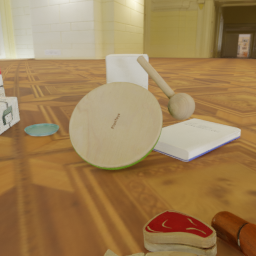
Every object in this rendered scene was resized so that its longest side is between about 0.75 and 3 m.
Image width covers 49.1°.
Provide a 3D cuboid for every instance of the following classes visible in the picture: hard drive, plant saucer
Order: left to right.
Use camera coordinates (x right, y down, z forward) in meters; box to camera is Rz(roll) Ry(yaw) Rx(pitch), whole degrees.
[{"bbox_3d":[-2.295,0.053,7.489,0.892,0.122,0.892,0,18,0],"label":"plant saucer"},{"bbox_3d":[1.506,0.204,6.716,2.160,0.274,1.425,-15,23,-41],"label":"hard drive"}]

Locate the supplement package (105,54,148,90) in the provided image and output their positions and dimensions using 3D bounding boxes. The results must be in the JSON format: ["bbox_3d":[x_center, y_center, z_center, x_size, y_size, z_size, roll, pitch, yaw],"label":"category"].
[{"bbox_3d":[0.003,-1.125,8.145,1.152,1.970,1.156,1,17,3],"label":"supplement package"}]

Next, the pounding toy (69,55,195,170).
[{"bbox_3d":[0.034,-0.075,5.971,2.433,1.129,1.878,-40,63,-9],"label":"pounding toy"}]

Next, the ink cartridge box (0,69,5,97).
[{"bbox_3d":[-5.505,-1.780,11.307,0.590,1.409,1.017,-20,26,-40],"label":"ink cartridge box"}]

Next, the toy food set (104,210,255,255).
[{"bbox_3d":[1.309,1.381,2.724,2.901,0.457,1.844,1,15,29],"label":"toy food set"}]

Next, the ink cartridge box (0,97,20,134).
[{"bbox_3d":[-3.935,-0.311,7.546,1.341,0.772,1.837,0,17,0],"label":"ink cartridge box"}]
